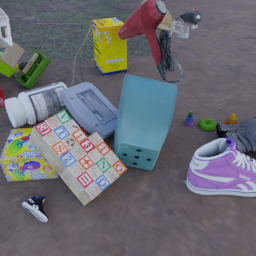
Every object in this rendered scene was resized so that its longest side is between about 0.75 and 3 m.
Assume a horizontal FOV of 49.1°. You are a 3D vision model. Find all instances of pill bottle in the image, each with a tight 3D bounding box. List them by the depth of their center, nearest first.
[{"bbox_3d":[-3.022,-0.790,9.565,2.007,1.135,1.135,-22,41,-28],"label":"pill bottle"}]

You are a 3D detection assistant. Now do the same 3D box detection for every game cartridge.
[{"bbox_3d":[-1.141,-0.587,9.191,2.097,0.435,1.396,47,49,13],"label":"game cartridge"}]

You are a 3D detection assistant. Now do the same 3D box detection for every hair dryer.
[{"bbox_3d":[0.719,-2.856,8.814,0.801,2.246,2.949,-3,28,-46],"label":"hair dryer"}]

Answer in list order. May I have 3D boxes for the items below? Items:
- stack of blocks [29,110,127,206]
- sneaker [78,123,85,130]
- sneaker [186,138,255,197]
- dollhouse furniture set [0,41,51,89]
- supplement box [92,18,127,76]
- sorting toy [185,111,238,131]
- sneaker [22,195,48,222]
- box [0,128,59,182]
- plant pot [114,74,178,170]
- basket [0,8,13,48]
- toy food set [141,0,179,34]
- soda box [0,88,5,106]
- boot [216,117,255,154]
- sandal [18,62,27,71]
[{"bbox_3d":[-1.247,0.646,7.077,2.207,0.646,1.271,49,50,4],"label":"stack of blocks"},{"bbox_3d":[-1.496,-0.325,9.534,0.517,0.440,1.193,-20,41,-23],"label":"sneaker"},{"bbox_3d":[2.831,0.923,6.972,2.587,1.475,0.938,-4,35,-7],"label":"sneaker"},{"bbox_3d":[-4.968,-3.144,11.783,2.953,1.935,1.482,36,92,41],"label":"dollhouse furniture set"},{"bbox_3d":[-0.816,-3.646,12.584,1.195,2.182,1.187,-14,38,-19],"label":"supplement box"},{"bbox_3d":[2.827,-0.291,9.338,1.806,0.622,0.626,8,37,10],"label":"sorting toy"},{"bbox_3d":[-2.081,1.856,6.664,0.836,0.305,0.468,22,43,29],"label":"sneaker"},{"bbox_3d":[-2.605,0.702,7.798,1.370,0.836,1.320,-4,37,-4],"label":"box"},{"bbox_3d":[0.394,-0.077,8.088,1.617,1.616,2.287,13,50,0],"label":"plant pot"},{"bbox_3d":[-3.073,-2.228,6.159,0.687,0.754,1.113,-8,4,-8],"label":"basket"},{"bbox_3d":[1.093,-4.471,11.051,1.539,0.447,2.229,1,59,-38],"label":"toy food set"},{"bbox_3d":[-5.585,-1.520,10.928,0.777,0.704,2.220,-27,45,-30],"label":"soda box"},{"bbox_3d":[3.828,0.562,8.100,1.740,0.922,2.643,-12,27,-11],"label":"boot"},{"bbox_3d":[-4.540,-2.719,12.401,0.473,0.266,1.244,-22,2,-4],"label":"sandal"}]
